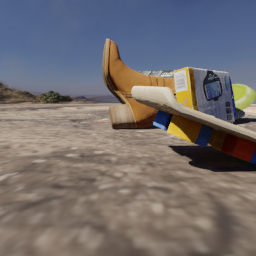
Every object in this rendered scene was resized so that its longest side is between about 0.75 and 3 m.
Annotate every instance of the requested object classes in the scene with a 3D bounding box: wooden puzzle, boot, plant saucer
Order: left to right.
[{"bbox_3d":[0.377,-1.399,8.471,2.155,2.775,1.064,-9,-5,-7],"label":"boot"},{"bbox_3d":[1.105,0.019,4.195,2.110,0.488,1.954,23,4,-14],"label":"wooden puzzle"},{"bbox_3d":[3.997,-1.224,11.504,2.304,0.358,2.304,-21,25,11],"label":"plant saucer"}]

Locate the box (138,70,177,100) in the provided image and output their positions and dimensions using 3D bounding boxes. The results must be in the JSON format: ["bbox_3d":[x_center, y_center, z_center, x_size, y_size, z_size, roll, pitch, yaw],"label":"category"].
[{"bbox_3d":[1.400,-1.180,10.441,2.162,1.770,0.931,3,33,23],"label":"box"}]

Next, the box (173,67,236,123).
[{"bbox_3d":[2.601,-0.946,9.013,0.609,1.749,2.937,-8,-1,43],"label":"box"}]

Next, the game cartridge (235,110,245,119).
[{"bbox_3d":[3.728,-0.588,12.088,2.135,0.432,1.424,5,9,43],"label":"game cartridge"}]
